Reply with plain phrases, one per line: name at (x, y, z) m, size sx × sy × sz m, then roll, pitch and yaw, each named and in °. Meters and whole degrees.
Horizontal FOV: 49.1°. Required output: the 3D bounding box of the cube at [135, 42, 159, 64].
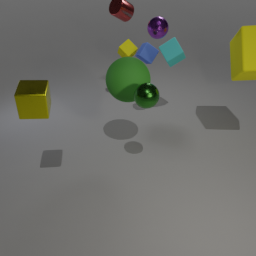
cube at (0.874, -3.444, 12.934) m, size 0.700 × 0.700 × 0.700 m, roll 31°, pitch 3°, yaw -20°

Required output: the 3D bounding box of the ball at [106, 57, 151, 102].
ball at (0.003, -1.502, 8.726) m, size 1.400 × 1.400 × 1.400 m, roll 0°, pitch 32°, yaw 0°

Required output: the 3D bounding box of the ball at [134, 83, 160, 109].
ball at (0.502, -0.874, 7.578) m, size 0.700 × 0.700 × 0.700 m, roll 0°, pitch 32°, yaw 0°

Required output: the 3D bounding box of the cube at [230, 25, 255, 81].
cube at (4.179, -2.365, 8.989) m, size 1.400 × 1.400 × 1.400 m, roll -1°, pitch -3°, yaw 6°

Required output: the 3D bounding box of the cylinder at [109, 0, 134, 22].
cylinder at (-0.243, -4.470, 10.555) m, size 0.700 × 0.700 × 0.700 m, roll 31°, pitch 15°, yaw 40°

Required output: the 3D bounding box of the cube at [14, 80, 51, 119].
cube at (-2.279, -0.693, 6.794) m, size 0.700 × 0.700 × 0.700 m, roll -1°, pitch 40°, yaw -8°

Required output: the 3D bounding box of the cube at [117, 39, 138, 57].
cube at (-0.032, -4.011, 14.498) m, size 0.700 × 0.700 × 0.700 m, roll -44°, pitch 89°, yaw -14°

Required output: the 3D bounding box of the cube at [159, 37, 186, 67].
cube at (1.692, -2.872, 10.660) m, size 0.700 × 0.700 × 0.700 m, roll -30°, pitch -14°, yaw 14°

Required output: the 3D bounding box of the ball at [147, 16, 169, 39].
ball at (0.981, -3.283, 9.185) m, size 0.700 × 0.700 × 0.700 m, roll 0°, pitch 32°, yaw 0°
